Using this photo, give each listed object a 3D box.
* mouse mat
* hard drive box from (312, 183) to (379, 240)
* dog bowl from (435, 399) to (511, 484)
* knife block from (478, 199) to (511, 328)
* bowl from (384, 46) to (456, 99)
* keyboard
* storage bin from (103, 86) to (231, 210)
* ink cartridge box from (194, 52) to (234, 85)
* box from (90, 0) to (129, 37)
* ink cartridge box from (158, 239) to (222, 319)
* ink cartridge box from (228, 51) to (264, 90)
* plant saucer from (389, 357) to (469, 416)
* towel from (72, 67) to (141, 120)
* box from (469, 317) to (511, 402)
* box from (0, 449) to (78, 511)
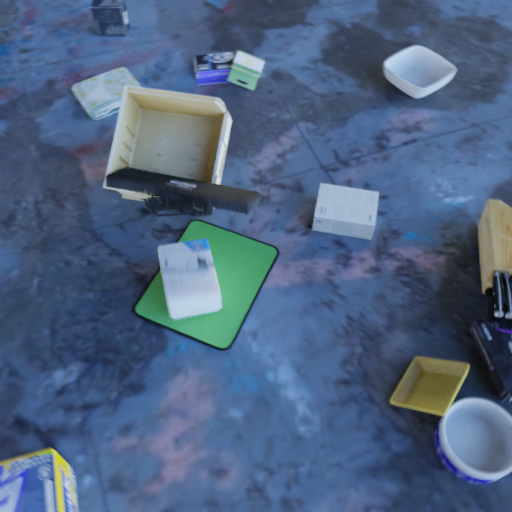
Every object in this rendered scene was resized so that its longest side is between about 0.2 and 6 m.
[{"bbox_3d":[-0.905,0.463,10.673,2.024,0.095,2.515,20,58,14],"label":"mouse mat"},{"bbox_3d":[1.820,-0.913,11.407,1.222,0.469,0.952,10,55,7],"label":"hard drive box"},{"bbox_3d":[3.426,2.871,8.700,1.205,0.474,1.205,0,54,0],"label":"dog bowl"},{"bbox_3d":[4.457,0.219,10.173,2.129,0.776,2.425,-25,51,-22],"label":"knife block"},{"bbox_3d":[4.011,-4.516,13.953,1.425,0.533,1.427,-32,61,-21],"label":"bowl"},{"bbox_3d":[-1.492,-1.086,10.714,2.962,0.587,1.542,12,21,13],"label":"keyboard"},{"bbox_3d":[-1.749,-2.147,11.453,2.112,0.997,2.127,9,82,7],"label":"storage bin"},{"bbox_3d":[-1.051,-4.810,14.359,1.003,0.220,1.013,-7,56,-6],"label":"ink cartridge box"},{"bbox_3d":[-3.940,-6.441,15.126,0.842,0.857,0.531,-2,53,-2],"label":"box"},{"bbox_3d":[-1.226,0.396,10.268,0.963,0.564,1.315,-10,49,-10],"label":"ink cartridge box"},{"bbox_3d":[-0.257,-4.694,14.153,0.730,0.240,1.003,20,53,-7],"label":"ink cartridge box"},{"bbox_3d":[2.846,2.154,9.094,1.035,0.251,1.036,-3,39,51],"label":"plant saucer"},{"bbox_3d":[-3.578,-3.988,13.700,1.480,0.356,1.266,-27,56,-18],"label":"towel"},{"bbox_3d":[4.907,1.652,9.643,1.989,0.359,1.422,-9,54,-5],"label":"box"},{"bbox_3d":[-4.305,3.824,7.623,3.498,1.125,1.226,-13,56,-10],"label":"box"}]
